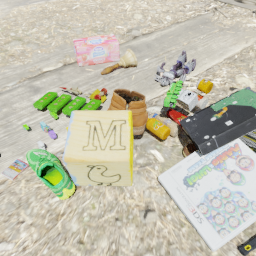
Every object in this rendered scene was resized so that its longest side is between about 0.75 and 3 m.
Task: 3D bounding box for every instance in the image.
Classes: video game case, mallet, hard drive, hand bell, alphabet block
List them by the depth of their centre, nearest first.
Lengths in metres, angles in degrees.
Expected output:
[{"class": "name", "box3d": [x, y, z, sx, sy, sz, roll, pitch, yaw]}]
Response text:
[{"class": "mallet", "box3d": [4.178, 2.888, 7.710, 2.527, 0.520, 0.832, -30, 54, -22]}, {"class": "video game case", "box3d": [2.773, 1.674, 8.300, 2.854, 0.338, 2.598, -32, 55, -8]}, {"class": "alphabet block", "box3d": [-0.788, 0.644, 8.720, 1.868, 1.824, 1.834, 0, 56, 4]}, {"class": "hard drive", "box3d": [3.221, -0.304, 9.099, 2.719, 0.514, 1.900, -29, 26, 3]}, {"class": "video game case", "box3d": [-3.842, 1.400, 9.550, 0.557, 0.068, 0.780, 21, 47, 22]}, {"class": "hand bell", "box3d": [-0.541, -3.154, 14.166, 1.877, 0.977, 0.977, -32, 50, -13]}]

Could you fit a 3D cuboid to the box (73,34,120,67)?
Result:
[{"class": "box", "box3d": [-1.667, -4.125, 14.838, 2.262, 1.071, 1.161, -11, 44, -12]}]

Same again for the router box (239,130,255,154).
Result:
[{"class": "router box", "box3d": [4.329, 0.663, 10.002, 2.094, 0.535, 1.562, 31, 51, 29]}]

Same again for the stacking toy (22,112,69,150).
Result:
[{"class": "stacking toy", "box3d": [-3.072, 0.106, 10.760, 1.348, 0.420, 1.788, -28, 48, -30]}]

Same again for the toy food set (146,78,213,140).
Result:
[{"class": "toy food set", "box3d": [1.896, -0.809, 10.838, 1.311, 1.391, 2.914, 37, 82, 33]}]

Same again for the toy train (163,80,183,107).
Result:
[{"class": "toy train", "box3d": [1.595, -1.238, 9.885, 0.435, 0.322, 1.543, 10, 42, 17]}]

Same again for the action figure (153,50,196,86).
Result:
[{"class": "action figure", "box3d": [2.267, -2.748, 13.537, 1.614, 0.861, 2.481, 34, 56, 22]}]

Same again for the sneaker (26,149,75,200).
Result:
[{"class": "sneaker", "box3d": [-2.533, 1.271, 8.954, 0.866, 0.977, 2.338, -42, 55, -19]}]

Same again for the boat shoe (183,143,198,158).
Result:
[{"class": "boat shoe", "box3d": [2.912, 1.057, 9.408, 2.246, 0.758, 0.808, 29, 50, 28]}]

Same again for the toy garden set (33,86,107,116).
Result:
[{"class": "toy garden set", "box3d": [-2.296, -1.135, 12.007, 2.594, 0.518, 2.162, 12, 39, 20]}]

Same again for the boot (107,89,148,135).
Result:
[{"class": "boot", "box3d": [-0.472, -0.532, 9.281, 2.295, 1.782, 0.880, 11, 55, 9]}]
